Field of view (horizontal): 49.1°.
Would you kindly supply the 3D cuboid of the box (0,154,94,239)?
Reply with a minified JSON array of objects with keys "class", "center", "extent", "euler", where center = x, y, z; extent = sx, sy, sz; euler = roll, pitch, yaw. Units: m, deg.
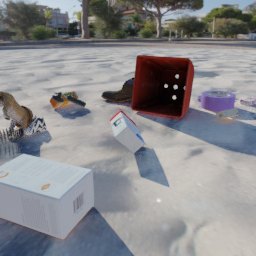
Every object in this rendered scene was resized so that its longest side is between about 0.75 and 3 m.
[{"class":"box","center":[-1.914,1.404,6.150],"extent":[1.994,0.972,1.240],"euler":[9,23,22]}]

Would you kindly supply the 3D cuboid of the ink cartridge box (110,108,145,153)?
[{"class":"ink cartridge box","center":[-0.072,0.041,9.459],"extent":[0.537,0.928,1.597],"euler":[-42,27,10]}]

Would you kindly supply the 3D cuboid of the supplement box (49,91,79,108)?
[{"class":"supplement box","center":[-3.249,-1.463,14.284],"extent":[0.503,0.486,1.461],"euler":[-41,-10,38]}]

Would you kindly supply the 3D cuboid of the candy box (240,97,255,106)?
[{"class":"candy box","center":[6.321,-1.387,14.634],"extent":[0.790,0.241,0.538],"euler":[-15,26,-33]}]

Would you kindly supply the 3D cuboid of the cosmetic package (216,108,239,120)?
[{"class":"cosmetic package","center":[4.281,-0.603,12.047],"extent":[0.929,0.330,0.489],"euler":[-12,-7,-31]}]

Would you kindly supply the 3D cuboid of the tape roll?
[{"class":"tape roll","center":[4.466,-1.361,13.937],"extent":[1.623,0.690,1.623],"euler":[0,20,0]}]

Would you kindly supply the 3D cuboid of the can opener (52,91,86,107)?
[{"class":"can opener","center":[-2.868,-1.352,13.708],"extent":[1.652,0.549,0.435],"euler":[19,0,-11]}]

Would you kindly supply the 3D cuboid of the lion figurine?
[{"class":"lion figurine","center":[-4.251,-0.652,10.311],"extent":[0.901,2.487,1.523],"euler":[-2,55,5]}]

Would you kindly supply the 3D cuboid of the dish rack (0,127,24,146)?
[{"class":"dish rack","center":[-4.318,0.285,9.721],"extent":[1.343,0.366,1.030],"euler":[-22,28,-16]}]

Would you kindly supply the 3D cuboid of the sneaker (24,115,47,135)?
[{"class":"sneaker","center":[-3.648,-0.149,10.737],"extent":[1.020,0.664,0.407],"euler":[-13,23,-31]}]

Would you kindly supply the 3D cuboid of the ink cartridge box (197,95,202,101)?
[{"class":"ink cartridge box","center":[4.338,-1.576,15.150],"extent":[1.062,0.235,0.499],"euler":[8,21,20]}]

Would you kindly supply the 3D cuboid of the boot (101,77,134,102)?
[{"class":"boot","center":[-0.083,-2.117,14.948],"extent":[2.846,1.379,1.063],"euler":[5,21,14]}]

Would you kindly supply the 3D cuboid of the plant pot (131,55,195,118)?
[{"class":"plant pot","center":[1.909,-1.999,13.391],"extent":[2.564,2.567,2.262],"euler":[12,12,28]}]
